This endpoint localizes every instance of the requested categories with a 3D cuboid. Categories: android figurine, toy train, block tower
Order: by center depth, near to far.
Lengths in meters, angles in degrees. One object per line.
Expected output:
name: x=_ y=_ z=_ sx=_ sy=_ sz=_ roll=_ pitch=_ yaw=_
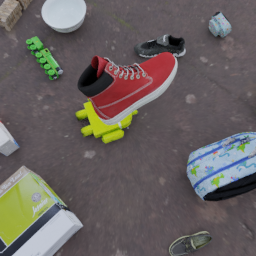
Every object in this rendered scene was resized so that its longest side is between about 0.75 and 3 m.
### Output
android figurine: x=-0.717 y=-0.452 z=9.672 sx=2.060 sy=0.423 sz=1.875 roll=-21 pitch=71 yaw=-7
toy train: x=-3.121 y=-2.634 z=10.494 sx=0.576 sy=0.426 sz=2.041 roll=-32 pitch=73 yaw=-22
block tower: x=-4.507 y=-4.932 z=11.231 sx=0.610 sy=0.570 sz=2.112 roll=21 pitch=71 yaw=8

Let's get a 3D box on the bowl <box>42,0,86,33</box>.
bowl: x=-2.415 y=-4.334 z=10.900 sx=1.704 sy=0.766 sz=1.704 roll=0 pitch=70 yaw=0

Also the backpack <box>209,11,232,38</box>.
backpack: x=3.540 y=-3.910 z=10.771 sx=0.659 sy=0.755 sz=0.859 roll=-40 pitch=75 yaw=1

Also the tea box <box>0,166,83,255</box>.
tea box: x=-2.935 y=2.739 z=7.902 sx=2.296 sy=1.534 sz=2.259 roll=-42 pitch=75 yaw=-14

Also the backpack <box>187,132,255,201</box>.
backpack: x=3.111 y=1.174 z=8.316 sx=2.674 sy=2.181 sz=2.056 roll=-37 pitch=68 yaw=-4

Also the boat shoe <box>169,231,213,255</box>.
boat shoe: x=1.857 y=3.402 z=8.249 sx=1.342 sy=0.441 sz=0.480 roll=-18 pitch=71 yaw=-7

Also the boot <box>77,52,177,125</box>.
boot: x=0.076 y=-1.503 z=7.470 sx=2.815 sy=2.031 sz=1.019 roll=-39 pitch=55 yaw=-6

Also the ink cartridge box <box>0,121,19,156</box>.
ink cartridge box: x=-4.348 y=0.098 z=9.206 sx=0.526 sy=0.909 sz=1.565 roll=-39 pitch=74 yaw=-13

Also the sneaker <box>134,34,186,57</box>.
sneaker: x=1.208 y=-3.104 z=10.387 sx=1.977 sy=0.894 sz=0.657 roll=0 pitch=69 yaw=0
